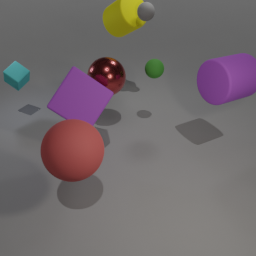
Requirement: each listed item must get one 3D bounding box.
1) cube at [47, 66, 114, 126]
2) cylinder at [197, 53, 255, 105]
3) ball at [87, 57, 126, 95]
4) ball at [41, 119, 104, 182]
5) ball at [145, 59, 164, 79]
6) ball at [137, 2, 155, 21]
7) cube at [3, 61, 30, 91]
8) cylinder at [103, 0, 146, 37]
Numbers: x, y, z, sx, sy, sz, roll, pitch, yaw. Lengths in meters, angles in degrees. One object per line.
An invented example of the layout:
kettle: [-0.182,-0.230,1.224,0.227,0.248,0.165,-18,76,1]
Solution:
cube: [-1.460,-0.878,8.628,1.400,1.400,1.400,33,0,-12]
cylinder: [3.133,-1.532,8.737,1.400,1.400,1.400,-16,35,-26]
ball: [-0.774,-1.858,10.160,1.400,1.400,1.400,0,32,0]
ball: [-1.234,0.498,6.296,1.400,1.400,1.400,0,32,0]
ball: [0.957,-2.144,10.129,0.700,0.700,0.700,0,32,0]
ball: [0.698,-4.536,10.919,0.700,0.700,0.700,0,32,0]
cube: [-4.375,-2.042,11.028,0.700,0.700,0.700,35,61,-3]
cylinder: [-0.138,-4.721,11.828,1.400,1.400,1.400,-24,13,-34]
